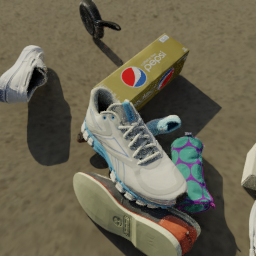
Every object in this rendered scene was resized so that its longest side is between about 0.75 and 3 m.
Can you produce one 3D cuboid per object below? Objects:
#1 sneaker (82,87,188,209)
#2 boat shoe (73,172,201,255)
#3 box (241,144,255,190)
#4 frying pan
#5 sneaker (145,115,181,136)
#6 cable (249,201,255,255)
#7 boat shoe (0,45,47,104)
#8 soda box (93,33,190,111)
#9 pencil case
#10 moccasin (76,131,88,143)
[{"bbox_3d":[-0.004,0.216,5.353,1.121,1.296,2.991,-23,48,-32],"label":"sneaker"},{"bbox_3d":[0.030,1.526,5.411,2.732,0.972,0.855,22,32,35],"label":"boat shoe"},{"bbox_3d":[3.627,1.086,5.865,2.167,0.741,0.891,17,64,13],"label":"box"},{"bbox_3d":[-0.923,-3.129,8.654,0.363,1.349,2.230,-29,63,-16],"label":"frying pan"},{"bbox_3d":[0.782,-0.014,6.702,1.026,0.379,0.420,-24,19,4],"label":"sneaker"},{"bbox_3d":[2.897,1.792,4.974,0.537,1.551,1.551,23,57,-22],"label":"cable"},{"bbox_3d":[-2.587,-1.414,7.538,0.824,0.927,2.520,10,43,-1],"label":"boat shoe"},{"bbox_3d":[0.362,-1.283,7.424,0.909,0.962,2.840,41,64,16],"label":"soda box"},{"bbox_3d":[1.360,0.967,6.049,0.768,0.707,1.661,-9,53,15],"label":"pencil case"},{"bbox_3d":[-0.787,0.155,6.783,0.983,0.380,0.360,-24,57,-31],"label":"moccasin"}]
